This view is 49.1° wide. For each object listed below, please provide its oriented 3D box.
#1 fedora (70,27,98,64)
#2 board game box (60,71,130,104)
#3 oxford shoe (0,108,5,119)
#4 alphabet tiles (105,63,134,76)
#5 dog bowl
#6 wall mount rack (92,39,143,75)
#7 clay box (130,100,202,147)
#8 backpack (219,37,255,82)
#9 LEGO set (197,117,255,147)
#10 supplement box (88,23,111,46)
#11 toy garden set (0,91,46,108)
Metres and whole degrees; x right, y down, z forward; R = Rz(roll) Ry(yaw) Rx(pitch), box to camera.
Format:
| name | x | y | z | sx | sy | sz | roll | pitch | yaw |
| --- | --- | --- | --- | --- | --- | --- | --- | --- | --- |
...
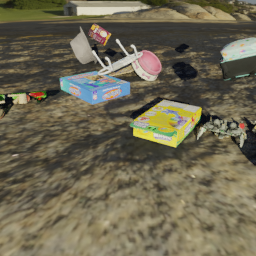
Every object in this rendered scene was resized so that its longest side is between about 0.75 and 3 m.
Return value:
| name | x | y | z | sx | sy | sz | roll | pitch | yaw |
| --- | --- | --- | --- | --- | --- | --- | --- | --- | --- |
| fedora | -2.605 | -4.502 | 15.961 | 1.012 | 2.241 | 1.982 | -28 | 65 | 1 |
| board game box | -1.414 | -1.759 | 11.737 | 1.882 | 0.557 | 2.475 | -20 | 32 | -35 |
| oxford shoe | -4.487 | -0.454 | 9.196 | 0.431 | 0.458 | 1.223 | 5 | 26 | 10 |
| alphabet tiles | 0.066 | -3.070 | 14.279 | 2.163 | 0.082 | 2.599 | -6 | 21 | 27 |
| dog bowl | 0.926 | -2.988 | 13.219 | 1.536 | 0.567 | 1.536 | 20 | 52 | -28 |
| wall mount rack | -0.568 | -3.250 | 12.560 | 2.252 | 0.840 | 1.957 | -29 | 30 | -13 |
| clay box | 1.170 | -0.156 | 8.453 | 1.371 | 0.568 | 2.386 | 15 | 30 | 28 |
| backpack | 3.104 | -1.883 | 7.617 | 1.154 | 1.006 | 1.312 | -12 | 12 | 28 |
| LEGO set | 3.074 | -0.055 | 8.194 | 2.208 | 0.626 | 1.434 | -15 | 30 | -28 |
| supplement box | -1.225 | -4.033 | 12.066 | 0.855 | 0.366 | 0.472 | 31 | 67 | -9 |
| toy garden set | -4.139 | -0.916 | 9.783 | 2.547 | 0.508 | 2.123 | -9 | 11 | -23 |
